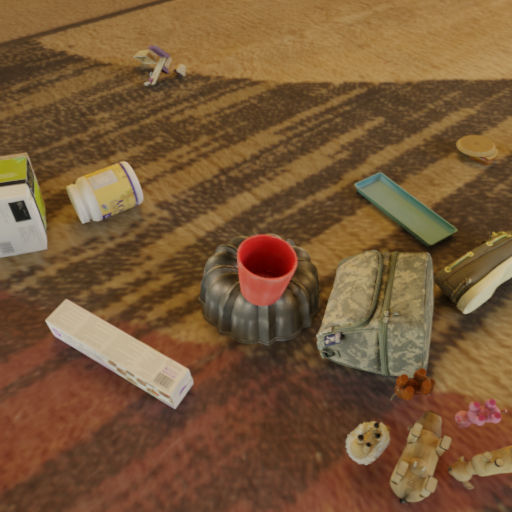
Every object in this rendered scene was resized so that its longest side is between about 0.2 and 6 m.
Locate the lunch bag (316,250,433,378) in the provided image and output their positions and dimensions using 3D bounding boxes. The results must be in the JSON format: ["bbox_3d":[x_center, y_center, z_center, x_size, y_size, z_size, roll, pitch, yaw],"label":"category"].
[{"bbox_3d":[2.085,0.958,9.679,1.770,1.470,2.110,1,44,21],"label":"lunch bag"}]

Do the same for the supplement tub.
[{"bbox_3d":[-3.280,-1.358,12.154,1.388,1.009,1.009,-26,51,-19],"label":"supplement tub"}]

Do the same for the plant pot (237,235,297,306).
[{"bbox_3d":[0.137,0.296,9.377,1.007,0.891,1.007,4,48,-4],"label":"plant pot"}]

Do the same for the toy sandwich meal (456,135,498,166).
[{"bbox_3d":[5.483,-2.635,13.929,1.027,0.352,1.027,-2,43,2],"label":"toy sandwich meal"}]

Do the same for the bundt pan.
[{"bbox_3d":[0.073,0.442,10.505,2.401,0.901,2.401,0,45,0],"label":"bundt pan"}]

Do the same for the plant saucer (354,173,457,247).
[{"bbox_3d":[3.261,-1.036,12.429,0.847,0.230,2.422,-26,50,-23],"label":"plant saucer"}]

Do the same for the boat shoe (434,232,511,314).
[{"bbox_3d":[4.690,-0.002,10.828,2.927,1.046,0.875,-31,58,-22],"label":"boat shoe"}]

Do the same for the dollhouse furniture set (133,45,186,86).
[{"bbox_3d":[-3.108,-5.497,16.882,1.526,1.209,1.083,23,88,50],"label":"dollhouse furniture set"}]

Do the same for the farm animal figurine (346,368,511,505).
[{"bbox_3d":[2.633,2.798,8.185,2.018,1.064,2.040,-41,65,-19],"label":"farm animal figurine"}]

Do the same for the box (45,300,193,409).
[{"bbox_3d":[-2.345,1.632,9.529,2.788,0.539,0.578,24,56,21],"label":"box"}]

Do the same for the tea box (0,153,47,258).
[{"bbox_3d":[-5.002,-1.054,11.534,1.000,1.497,1.473,-11,47,-10],"label":"tea box"}]
